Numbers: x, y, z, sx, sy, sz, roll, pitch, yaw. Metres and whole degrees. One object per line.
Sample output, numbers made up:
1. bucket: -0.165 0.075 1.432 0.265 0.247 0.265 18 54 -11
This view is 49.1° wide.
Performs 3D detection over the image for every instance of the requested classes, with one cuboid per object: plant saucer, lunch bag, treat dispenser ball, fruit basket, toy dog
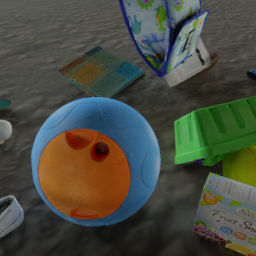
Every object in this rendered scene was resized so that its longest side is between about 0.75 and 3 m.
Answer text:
1. plant saucer: 3.557 -2.805 12.003 0.164 0.953 0.953 37 35 -15
2. lunch bag: 1.159 -3.110 8.009 1.741 2.732 2.323 4 32 37
3. treat dispenser ball: -0.632 0.664 5.776 2.595 2.595 2.595 0 37 0
4. fruit basket: 2.623 0.637 6.901 2.683 1.935 2.683 3 77 -15
5. toy dog: -4.710 0.369 7.594 2.683 1.292 1.769 13 33 -7

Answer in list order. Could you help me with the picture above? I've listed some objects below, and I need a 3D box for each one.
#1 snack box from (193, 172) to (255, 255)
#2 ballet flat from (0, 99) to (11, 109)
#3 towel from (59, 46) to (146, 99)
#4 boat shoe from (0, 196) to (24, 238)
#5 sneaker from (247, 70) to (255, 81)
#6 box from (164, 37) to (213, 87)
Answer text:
1. snack box: 2.163 1.729 5.302 1.626 1.371 0.550 17 38 21
2. ballet flat: -4.565 -0.783 9.585 1.035 0.352 0.348 -22 34 -29
3. towel: -1.035 -2.133 10.867 2.187 0.324 2.982 -38 53 -22
4. boat shoe: -3.091 2.061 5.401 0.793 0.720 2.157 24 43 29
5. sneaker: 5.282 -2.043 11.238 0.440 0.370 1.123 -12 37 -12
6. box: 2.309 -2.721 11.279 2.335 1.362 0.702 -34 7 -36
